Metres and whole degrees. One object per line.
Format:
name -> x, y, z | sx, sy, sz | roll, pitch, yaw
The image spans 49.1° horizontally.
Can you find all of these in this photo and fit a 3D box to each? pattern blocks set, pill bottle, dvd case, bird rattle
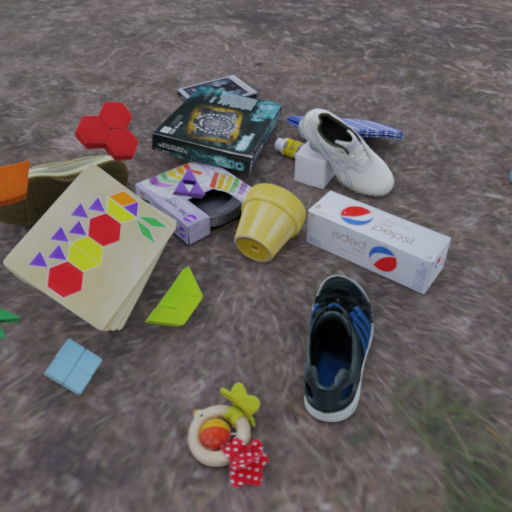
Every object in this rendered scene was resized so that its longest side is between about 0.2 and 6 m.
pattern blocks set -> -2.502, -0.197, 8.941 | 3.723, 0.343, 4.236 | 44, 59, -7
pill bottle -> 0.813, -2.503, 13.041 | 0.721, 0.401, 0.401 | 22, 46, 24
dvd case -> -1.073, -4.435, 15.338 | 1.792, 0.222, 1.347 | -22, 46, -23
bird rattle -> -0.378, 2.442, 7.504 | 1.062, 0.734, 1.302 | -8, 54, 8

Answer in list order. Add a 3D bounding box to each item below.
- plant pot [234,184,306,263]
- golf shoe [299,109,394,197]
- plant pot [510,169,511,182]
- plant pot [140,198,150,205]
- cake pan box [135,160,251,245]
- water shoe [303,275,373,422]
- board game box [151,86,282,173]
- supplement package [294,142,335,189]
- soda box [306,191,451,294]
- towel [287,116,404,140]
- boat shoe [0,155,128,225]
plant pot -> 0.172, -0.535, 10.366 | 1.191, 1.191, 1.120 | 18, 61, 19
golf shoe -> 1.904, -2.051, 11.396 | 2.401, 0.940, 1.167 | 38, 1, -8
plant pot -> 5.945, -1.904, 12.128 | 0.803, 0.801, 0.818 | 25, 57, 26
plant pot -> -2.458, -0.408, 10.145 | 1.136, 1.278, 1.281 | -4, 41, -19
cake pan box -> -1.179, -1.169, 11.445 | 1.828, 0.519, 1.985 | -29, 49, -28
water shoe -> 1.281, 1.096, 8.419 | 0.993, 1.096, 2.777 | 2, 41, 9
board game box -> -0.785, -3.057, 13.137 | 2.244, 0.467, 3.318 | 15, 36, 6
supplement package -> 1.421, -2.141, 12.398 | 0.720, 0.711, 1.187 | 20, 45, 21
soda box -> 2.168, -0.295, 10.267 | 2.478, 0.789, 0.844 | 26, 48, 26
towel -> 2.063, -3.000, 13.178 | 2.332, 0.278, 1.689 | -2, 24, -21
boat shoe -> -4.070, -1.439, 11.442 | 2.858, 1.042, 0.899 | -27, 38, -28
